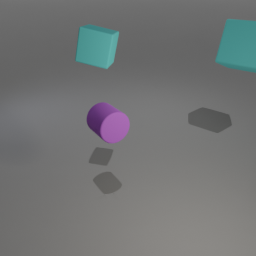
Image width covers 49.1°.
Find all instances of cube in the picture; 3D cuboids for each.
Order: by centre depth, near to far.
[{"bbox_3d":[-0.643,-1.731,5.916,0.700,0.700,0.700,14,26,2],"label":"cube"},{"bbox_3d":[3.944,-2.656,9.248,1.400,1.400,1.400,21,14,34],"label":"cube"}]

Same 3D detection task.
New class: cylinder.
[{"bbox_3d":[-0.435,-0.120,6.015,0.700,0.700,0.700,-17,30,-28],"label":"cylinder"}]
